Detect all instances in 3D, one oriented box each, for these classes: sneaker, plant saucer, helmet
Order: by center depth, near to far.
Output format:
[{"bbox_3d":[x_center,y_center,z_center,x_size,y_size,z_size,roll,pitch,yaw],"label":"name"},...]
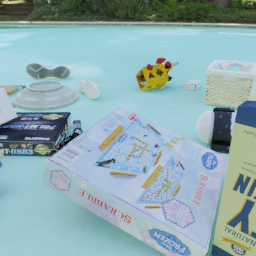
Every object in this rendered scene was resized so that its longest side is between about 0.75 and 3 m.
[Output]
[{"bbox_3d":[-1.212,0.737,6.435,1.022,1.072,1.072,48,34,0],"label":"helmet"},{"bbox_3d":[-3.464,-1.510,11.825,2.701,0.678,2.701,0,24,0],"label":"plant saucer"},{"bbox_3d":[-1.565,-1.776,12.495,0.838,0.713,1.895,-1,21,-32],"label":"sneaker"},{"bbox_3d":[-4.256,-3.037,15.171,2.421,0.851,0.970,6,15,-1],"label":"sneaker"}]

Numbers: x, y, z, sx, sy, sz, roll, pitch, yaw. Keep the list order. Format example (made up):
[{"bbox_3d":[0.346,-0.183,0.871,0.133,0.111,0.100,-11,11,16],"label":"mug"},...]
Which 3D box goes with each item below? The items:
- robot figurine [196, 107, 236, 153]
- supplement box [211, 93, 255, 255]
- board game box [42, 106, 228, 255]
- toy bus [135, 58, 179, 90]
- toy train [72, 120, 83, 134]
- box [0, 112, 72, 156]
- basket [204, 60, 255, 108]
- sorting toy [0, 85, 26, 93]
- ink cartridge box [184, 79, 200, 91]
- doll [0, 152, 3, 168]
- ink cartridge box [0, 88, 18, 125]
[{"bbox_3d":[2.794,0.027,8.081,1.601,0.999,1.203,6,22,14],"label":"robot figurine"},{"bbox_3d":[2.865,0.721,4.429,1.815,2.704,2.701,19,30,35],"label":"supplement box"},{"bbox_3d":[0.394,0.834,5.744,2.953,0.609,2.960,27,31,14],"label":"board game box"},{"bbox_3d":[1.430,-2.414,13.298,2.075,1.072,1.958,-21,-9,22],"label":"toy bus"},{"bbox_3d":[-1.544,0.082,8.552,0.354,0.474,0.831,-5,24,-9],"label":"toy train"},{"bbox_3d":[-2.965,0.109,8.466,2.144,0.533,2.128,1,24,3],"label":"box"},{"bbox_3d":[4.191,-1.815,11.371,1.858,1.508,1.875,11,27,24],"label":"basket"},{"bbox_3d":[-5.387,-1.760,12.867,1.721,0.253,1.272,1,19,10],"label":"sorting toy"},{"bbox_3d":[3.138,-2.078,13.498,0.525,0.307,0.905,15,29,30],"label":"ink cartridge box"},{"bbox_3d":[-3.519,1.071,6.103,1.733,0.616,2.540,-35,40,-24],"label":"doll"},{"bbox_3d":[-3.901,-0.448,7.716,0.934,0.910,1.454,-10,18,37],"label":"ink cartridge box"}]
